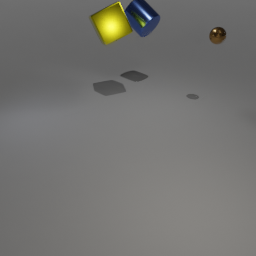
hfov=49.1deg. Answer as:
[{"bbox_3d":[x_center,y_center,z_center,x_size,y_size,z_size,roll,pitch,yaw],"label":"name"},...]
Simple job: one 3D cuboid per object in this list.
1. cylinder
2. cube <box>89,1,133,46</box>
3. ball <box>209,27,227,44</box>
[{"bbox_3d":[0.701,-5.673,14.391,1.400,1.400,1.400,48,46,8],"label":"cylinder"},{"bbox_3d":[-0.808,-4.699,12.668,1.400,1.400,1.400,-28,23,-1],"label":"cube"},{"bbox_3d":[3.773,-3.883,11.777,0.700,0.700,0.700,0,30,0],"label":"ball"}]
